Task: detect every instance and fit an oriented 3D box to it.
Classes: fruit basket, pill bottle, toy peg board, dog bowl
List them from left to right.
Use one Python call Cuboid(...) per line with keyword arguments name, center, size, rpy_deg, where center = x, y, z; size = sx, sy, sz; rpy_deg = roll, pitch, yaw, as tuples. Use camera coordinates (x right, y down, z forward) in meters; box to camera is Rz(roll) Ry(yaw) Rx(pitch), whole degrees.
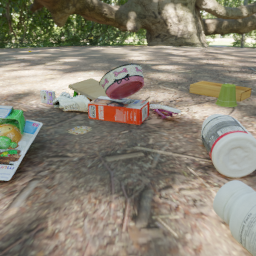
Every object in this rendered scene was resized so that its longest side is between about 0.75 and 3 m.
Cuboid(name="fruit basket", center=(-4.100, 0.363, 7.954), size=(2.576, 1.304, 2.781), rpy_deg=(5, 27, 1))
Cuboid(name="toy peg board", center=(-1.735, -1.613, 14.113), size=(1.880, 0.923, 1.888), rpy_deg=(27, 31, 21))
Cuboid(name="dog bowl", center=(-0.175, -1.735, 10.945), size=(1.805, 0.665, 1.805), rpy_deg=(-21, -14, -6))
Cuboid(name="pill bottle", center=(2.810, 0.350, 8.044), size=(1.242, 1.242, 2.244), rpy_deg=(1, 21, 3))
Cuboid(name="pill bottle", center=(2.368, 1.692, 4.780), size=(1.048, 1.048, 1.833), rpy_deg=(-9, 22, -22))

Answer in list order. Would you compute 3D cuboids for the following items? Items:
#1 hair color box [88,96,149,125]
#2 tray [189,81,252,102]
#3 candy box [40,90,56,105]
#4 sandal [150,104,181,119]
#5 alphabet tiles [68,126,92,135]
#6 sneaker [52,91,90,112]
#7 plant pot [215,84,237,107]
Cuboid(name="hair color box", center=(-0.377, -0.777, 11.778), size=(2.297, 0.734, 1.274), rpy_deg=(6, 23, 20))
Cuboid(name="tray", center=(5.095, -2.101, 15.573), size=(2.946, 0.545, 1.453), rpy_deg=(19, 28, 39))
Cuboid(name="candy box", center=(-3.963, -1.532, 13.882), size=(0.773, 0.648, 0.276), rpy_deg=(11, 23, 26))
Cuboid(name="sandal", center=(1.560, -0.643, 11.798), size=(0.907, 0.548, 2.230), rpy_deg=(11, 5, -15))
Cuboid(name="alphabet tiles", center=(-1.789, 0.079, 10.499), size=(0.698, 0.027, 0.839), rpy_deg=(13, 24, 30))
Cuboid(name="sneaker", center=(-2.524, -1.045, 12.626), size=(2.165, 0.814, 0.878), rpy_deg=(14, 38, 37))
Cuboid(name="plant pot", center=(4.855, -1.631, 13.680), size=(1.036, 0.984, 1.036), rpy_deg=(-1, 20, 0))
